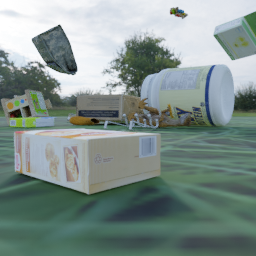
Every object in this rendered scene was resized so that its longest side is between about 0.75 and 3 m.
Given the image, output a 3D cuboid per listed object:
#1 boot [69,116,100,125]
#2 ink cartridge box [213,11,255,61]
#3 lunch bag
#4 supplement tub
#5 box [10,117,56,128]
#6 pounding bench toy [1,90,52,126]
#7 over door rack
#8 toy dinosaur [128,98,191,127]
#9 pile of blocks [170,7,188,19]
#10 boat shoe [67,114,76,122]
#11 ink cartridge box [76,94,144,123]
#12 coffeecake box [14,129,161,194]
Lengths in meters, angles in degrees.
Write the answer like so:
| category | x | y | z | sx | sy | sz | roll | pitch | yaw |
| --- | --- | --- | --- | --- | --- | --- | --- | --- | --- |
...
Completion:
| category | x | y | z | sx | sy | sz | roll | pitch | yaw |
| --- | --- | --- | --- | --- | --- | --- | --- | --- | --- |
| boot | -1.680 | -0.297 | 10.900 | 1.034 | 0.364 | 0.740 | 5 | -7 | -38 |
| ink cartridge box | 3.579 | -2.695 | 8.107 | 1.756 | 0.421 | 1.278 | -6 | -34 | 47 |
| lunch bag | -2.693 | -2.787 | 10.603 | 1.077 | 1.832 | 1.503 | -35 | 26 | -18 |
| supplement tub | 2.217 | -1.182 | 10.498 | 2.999 | 2.174 | 2.174 | 2 | 4 | 35 |
| box | -3.220 | -0.205 | 9.635 | 0.842 | 0.329 | 1.382 | 2 | 3 | 32 |
| pounding bench toy | -3.885 | -0.738 | 10.932 | 1.288 | 1.026 | 1.652 | -17 | -2 | 12 |
| over door rack | 0.131 | -0.191 | 8.261 | 1.016 | 0.458 | 1.376 | 1 | 3 | 38 |
| toy dinosaur | 0.675 | -0.299 | 9.323 | 1.565 | 0.890 | 2.946 | 29 | -11 | -40 |
| pile of blocks | 1.882 | -4.378 | 10.659 | 0.847 | 0.348 | 0.263 | 32 | 62 | 33 |
| boat shoe | -2.661 | -0.538 | 14.826 | 1.385 | 0.474 | 0.518 | 2 | 3 | 28 |
| ink cartridge box | -0.406 | -0.788 | 12.363 | 2.433 | 1.109 | 2.953 | 1 | 0 | 35 |
| coffeecake box | -0.311 | 0.185 | 2.049 | 0.878 | 0.321 | 0.674 | 3 | 4 | 42 |
